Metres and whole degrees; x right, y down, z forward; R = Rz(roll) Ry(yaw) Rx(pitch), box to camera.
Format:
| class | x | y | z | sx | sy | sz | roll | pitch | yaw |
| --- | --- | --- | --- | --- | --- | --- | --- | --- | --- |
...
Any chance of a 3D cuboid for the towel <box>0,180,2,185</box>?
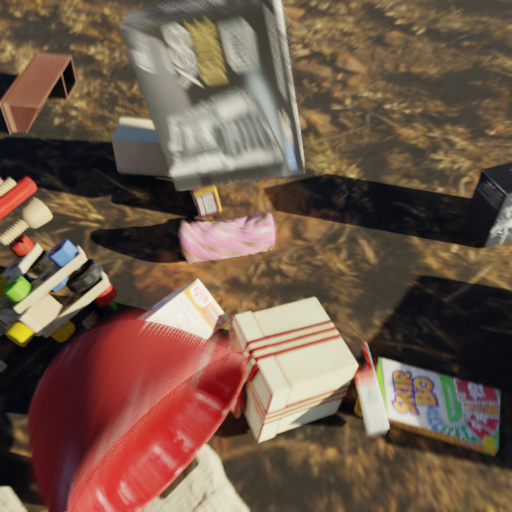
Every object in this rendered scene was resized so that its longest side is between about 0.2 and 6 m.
| class | x | y | z | sx | sy | sz | roll | pitch | yaw |
| --- | --- | --- | --- | --- | --- | --- | --- | --- | --- |
| towel | -5.878 | -0.438 | 10.454 | 2.020 | 0.319 | 2.805 | -10 | 49 | -8 |

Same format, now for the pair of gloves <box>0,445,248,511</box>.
| class | x | y | z | sx | sy | sz | roll | pitch | yaw |
| --- | --- | --- | --- | --- | --- | --- | --- | --- | --- |
| pair of gloves | -1.851 | 3.477 | 6.689 | 3.500 | 0.614 | 2.976 | -30 | 54 | -23 |

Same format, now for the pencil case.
| class | x | y | z | sx | sy | sz | roll | pitch | yaw |
| --- | --- | --- | --- | --- | --- | --- | --- | --- | --- |
| pencil case | -0.529 | -0.337 | 10.101 | 1.707 | 0.707 | 0.738 | -10 | 18 | -8 |

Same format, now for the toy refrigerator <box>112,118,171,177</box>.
| class | x | y | z | sx | sy | sz | roll | pitch | yaw |
| --- | --- | --- | --- | --- | --- | --- | --- | --- | --- |
| toy refrigerator | -1.687 | -2.213 | 11.575 | 2.317 | 0.879 | 0.811 | 4 | 51 | 0 |

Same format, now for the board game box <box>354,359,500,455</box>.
| class | x | y | z | sx | sy | sz | roll | pitch | yaw |
| --- | --- | --- | --- | --- | --- | --- | --- | --- | --- |
| board game box | 2.489 | 2.137 | 8.154 | 1.973 | 0.296 | 0.943 | 12 | 49 | 14 |

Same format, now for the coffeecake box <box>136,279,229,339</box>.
| class | x | y | z | sx | sy | sz | roll | pitch | yaw |
| --- | --- | --- | --- | --- | --- | --- | --- | --- | --- |
| coffeecake box | -1.631 | 1.349 | 7.880 | 2.100 | 1.612 | 0.767 | -39 | 95 | -30 |

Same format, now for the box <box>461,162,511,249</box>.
| class | x | y | z | sx | sy | sz | roll | pitch | yaw |
| --- | --- | --- | --- | --- | --- | --- | --- | --- | --- |
| box | 4.748 | -1.001 | 10.266 | 1.468 | 1.336 | 0.764 | -15 | 50 | -13 |

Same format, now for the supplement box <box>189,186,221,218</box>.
| class | x | y | z | sx | sy | sz | roll | pitch | yaw |
| --- | --- | --- | --- | --- | --- | --- | --- | --- | --- |
| supplement box | -1.051 | -1.273 | 10.961 | 0.460 | 0.583 | 0.891 | -19 | 45 | -6 |

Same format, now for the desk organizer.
| class | x | y | z | sx | sy | sz | roll | pitch | yaw |
| --- | --- | --- | --- | --- | --- | --- | --- | --- | --- |
| desk organizer | -5.072 | -3.855 | 13.226 | 0.890 | 0.829 | 2.311 | 5 | 48 | 2 |

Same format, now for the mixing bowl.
| class | x | y | z | sx | sy | sz | roll | pitch | yaw |
| --- | --- | --- | --- | --- | --- | --- | --- | --- | --- |
| mixing bowl | -1.414 | 1.603 | 5.890 | 1.344 | 2.482 | 2.482 | 37 | 57 | 21 |

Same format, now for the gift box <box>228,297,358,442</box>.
| class | x | y | z | sx | sy | sz | roll | pitch | yaw |
| --- | --- | --- | --- | --- | --- | --- | --- | --- | --- |
| gift box | 0.291 | 1.547 | 7.938 | 1.496 | 1.479 | 1.603 | -13 | 44 | -23 |

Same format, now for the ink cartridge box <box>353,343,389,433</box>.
| class | x | y | z | sx | sy | sz | roll | pitch | yaw |
| --- | --- | --- | --- | --- | --- | --- | --- | --- | --- |
| ink cartridge box | 1.521 | 1.809 | 7.719 | 0.290 | 0.627 | 1.150 | -14 | 75 | 4 |

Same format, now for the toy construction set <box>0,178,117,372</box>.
| class | x | y | z | sx | sy | sz | roll | pitch | yaw |
| --- | --- | --- | --- | --- | --- | --- | --- | --- | --- |
| toy construction set | -3.560 | 0.573 | 7.996 | 2.435 | 2.919 | 2.243 | 26 | 58 | 29 |

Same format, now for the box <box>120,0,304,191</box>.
| class | x | y | z | sx | sy | sz | roll | pitch | yaw |
| --- | --- | --- | --- | --- | --- | --- | --- | --- | --- |
| box | -0.595 | -2.730 | 9.602 | 2.478 | 3.142 | 0.782 | -7 | 41 | 7 |
